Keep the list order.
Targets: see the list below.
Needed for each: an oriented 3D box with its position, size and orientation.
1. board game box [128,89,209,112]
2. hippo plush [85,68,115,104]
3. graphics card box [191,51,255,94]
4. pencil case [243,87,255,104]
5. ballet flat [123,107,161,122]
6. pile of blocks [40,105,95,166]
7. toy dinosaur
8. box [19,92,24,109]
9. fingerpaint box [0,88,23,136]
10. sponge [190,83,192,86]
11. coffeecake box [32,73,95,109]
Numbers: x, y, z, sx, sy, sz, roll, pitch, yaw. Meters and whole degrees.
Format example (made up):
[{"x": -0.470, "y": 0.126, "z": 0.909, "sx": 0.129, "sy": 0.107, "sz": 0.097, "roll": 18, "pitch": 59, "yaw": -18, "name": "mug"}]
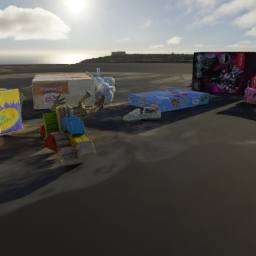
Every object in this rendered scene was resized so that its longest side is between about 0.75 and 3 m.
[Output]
[{"x": 1.447, "y": -1.051, "z": 10.084, "sx": 2.339, "sy": 0.428, "sz": 1.770, "roll": -11, "pitch": 19, "yaw": -34, "name": "board game box"}, {"x": -0.816, "y": -1.483, "z": 10.381, "sx": 1.044, "sy": 1.311, "sz": 1.054, "roll": -20, "pitch": 33, "yaw": -19, "name": "hippo plush"}, {"x": 4.491, "y": -2.564, "z": 12.888, "sx": 2.983, "sy": 1.871, "sz": 0.759, "roll": 9, "pitch": 19, "yaw": 26, "name": "graphics card box"}, {"x": 4.888, "y": -1.100, "z": 9.976, "sx": 0.622, "sy": 0.595, "sz": 1.438, "roll": -11, "pitch": 20, "yaw": -41, "name": "pencil case"}, {"x": 0.380, "y": -0.404, "z": 7.885, "sx": 1.152, "sy": 0.359, "sz": 0.389, "roll": -6, "pitch": 16, "yaw": -20, "name": "ballet flat"}, {"x": -1.306, "y": 0.063, "z": 5.262, "sx": 0.648, "sy": 0.856, "sz": 2.084, "roll": -8, "pitch": 18, "yaw": -28, "name": "pile of blocks"}, {"x": -1.411, "y": -0.206, "z": 6.478, "sx": 2.464, "sy": 0.717, "sz": 1.246, "roll": -24, "pitch": -12, "yaw": -22, "name": "toy dinosaur"}, {"x": -4.122, "y": -0.911, "z": 8.981, "sx": 1.763, "sy": 0.664, "sz": 0.442, "roll": 7, "pitch": -1, "yaw": 32, "name": "box"}, {"x": -4.245, "y": -0.261, "z": 5.963, "sx": 2.414, "sy": 1.061, "sz": 2.893, "roll": 8, "pitch": 17, "yaw": 30, "name": "fingerpaint box"}, {"x": 4.025, "y": -2.474, "z": 15.826, "sx": 0.957, "sy": 0.143, "sz": 0.534, "roll": -6, "pitch": 16, "yaw": -23, "name": "sponge"}, {"x": -2.451, "y": -1.459, "z": 10.541, "sx": 2.055, "sy": 0.978, "sz": 2.677, "roll": -4, "pitch": 16, "yaw": -15, "name": "coffeecake box"}]
